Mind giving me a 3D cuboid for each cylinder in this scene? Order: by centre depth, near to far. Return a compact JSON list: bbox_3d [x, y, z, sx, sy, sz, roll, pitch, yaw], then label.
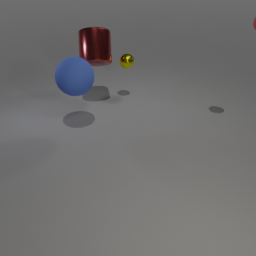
[{"bbox_3d":[-1.434,-3.507,12.229,1.400,1.400,1.400,-3,3,0],"label":"cylinder"}]

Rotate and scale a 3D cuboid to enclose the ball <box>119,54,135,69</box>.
[{"bbox_3d":[-0.048,-3.071,12.925,0.700,0.700,0.700,0,30,0],"label":"ball"}]

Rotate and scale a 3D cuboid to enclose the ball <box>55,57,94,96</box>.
[{"bbox_3d":[-1.908,-1.844,10.049,1.400,1.400,1.400,0,30,0],"label":"ball"}]

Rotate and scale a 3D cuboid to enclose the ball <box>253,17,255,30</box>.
[{"bbox_3d":[4.482,-3.464,9.162,0.700,0.700,0.700,0,30,0],"label":"ball"}]
